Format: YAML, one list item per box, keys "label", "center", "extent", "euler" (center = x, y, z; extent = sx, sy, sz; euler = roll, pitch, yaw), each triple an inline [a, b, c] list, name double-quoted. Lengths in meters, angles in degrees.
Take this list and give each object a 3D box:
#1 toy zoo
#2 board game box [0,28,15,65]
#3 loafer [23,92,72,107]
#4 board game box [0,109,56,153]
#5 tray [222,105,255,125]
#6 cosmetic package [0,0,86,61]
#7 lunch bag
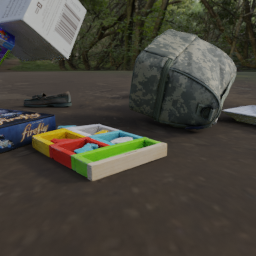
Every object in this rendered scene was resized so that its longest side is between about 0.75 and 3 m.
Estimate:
- label: "toy zoo"
  center: [-0.711, 0.293, 5.316]
  extent: [1.617, 0.252, 2.465]
  euler: [-12, 18, -40]
- label: "board game box"
  center: [-3.985, -2.119, 6.655]
  extent: [2.023, 1.360, 0.453]
  euler: [24, 37, -40]
- label: "loafer"
  center: [-2.969, -1.081, 10.347]
  extent: [1.790, 0.563, 0.643]
  euler: [1, 14, 3]
- label: "board game box"
  center: [-3.176, 0.125, 5.444]
  extent: [1.995, 0.509, 2.944]
  euler: [7, 15, 28]
- label: "tray"
  center: [4.071, -0.202, 7.241]
  extent: [1.547, 0.319, 2.881]
  euler: [-8, 16, -34]
- label: "cosmetic package"
  center: [-2.678, -3.075, 7.870]
  extent: [2.095, 1.727, 1.729]
  euler: [6, -18, 32]
- label: "lunch bag"
  center: [1.565, -1.247, 7.468]
  extent: [2.282, 1.896, 2.721]
  euler: [21, 39, 19]
